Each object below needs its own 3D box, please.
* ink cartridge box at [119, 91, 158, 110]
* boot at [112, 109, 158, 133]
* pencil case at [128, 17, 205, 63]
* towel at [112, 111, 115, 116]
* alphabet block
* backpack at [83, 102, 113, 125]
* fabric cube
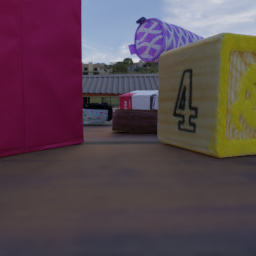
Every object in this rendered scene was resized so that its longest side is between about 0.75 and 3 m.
[{"bbox_3d":[1.087,-0.858,10.444,2.343,0.977,1.702,3,14,24],"label":"ink cartridge box"},{"bbox_3d":[0.843,-0.248,6.400,2.255,0.724,2.102,-3,4,16],"label":"boot"},{"bbox_3d":[1.143,-1.913,6.845,2.390,1.003,1.022,-1,-21,-45],"label":"pencil case"},{"bbox_3d":[-1.802,-0.613,12.966,2.335,0.266,1.682,1,7,34],"label":"towel"},{"bbox_3d":[1.320,-0.417,3.875,1.387,1.395,1.421,-4,6,-23],"label":"alphabet block"},{"bbox_3d":[-0.998,-0.434,8.351,1.016,0.643,0.848,-2,7,-12],"label":"backpack"},{"bbox_3d":[-2.231,-0.911,3.874,2.352,2.390,2.397,4,6,30],"label":"fabric cube"}]
